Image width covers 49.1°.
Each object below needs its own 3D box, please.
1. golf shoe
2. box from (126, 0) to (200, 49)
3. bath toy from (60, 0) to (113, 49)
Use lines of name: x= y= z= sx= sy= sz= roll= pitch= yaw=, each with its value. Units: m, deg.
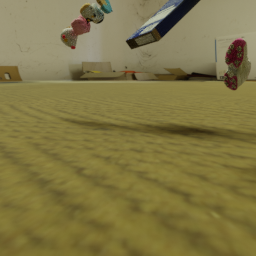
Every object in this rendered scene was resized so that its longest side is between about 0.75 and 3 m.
golf shoe: x=1.988 y=-1.166 z=4.991 sx=0.461 sy=1.007 sz=0.379 roll=-28 pitch=49 yaw=-17
box: x=1.309 y=-3.712 z=9.242 sx=2.785 sy=0.451 sz=1.687 roll=-48 pitch=24 yaw=-15
bath toy: x=-1.582 y=-3.688 z=10.021 sx=2.346 sy=0.867 sz=1.020 roll=-31 pitch=-25 yaw=31
